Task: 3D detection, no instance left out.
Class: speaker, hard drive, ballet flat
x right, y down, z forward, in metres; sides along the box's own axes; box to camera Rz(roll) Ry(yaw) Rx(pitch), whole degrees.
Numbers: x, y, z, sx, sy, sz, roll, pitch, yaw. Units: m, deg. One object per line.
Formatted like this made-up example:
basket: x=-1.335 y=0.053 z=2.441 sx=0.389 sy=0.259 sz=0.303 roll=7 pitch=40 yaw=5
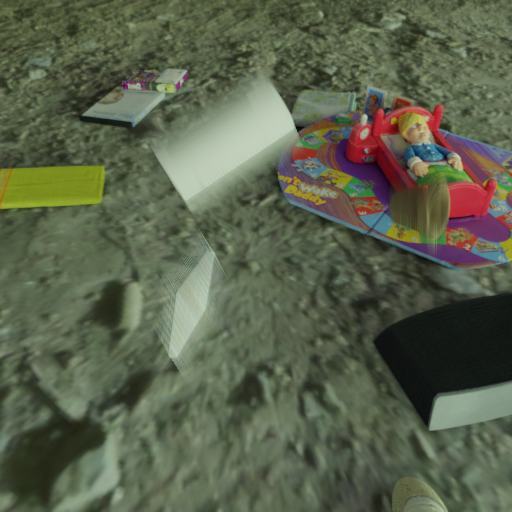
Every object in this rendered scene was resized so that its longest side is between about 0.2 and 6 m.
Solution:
speaker: x=-0.439 y=-1.643 z=8.084 sx=1.950 sy=0.792 sz=0.792 roll=-33 pitch=44 yaw=-2
hard drive: x=3.127 y=1.300 z=7.644 sx=2.587 sy=0.548 sz=1.745 roll=-11 pitch=40 yaw=-13
ballet flat: x=1.783 y=2.960 z=5.551 sx=0.624 sy=0.577 sz=1.850 roll=-1 pitch=38 yaw=0

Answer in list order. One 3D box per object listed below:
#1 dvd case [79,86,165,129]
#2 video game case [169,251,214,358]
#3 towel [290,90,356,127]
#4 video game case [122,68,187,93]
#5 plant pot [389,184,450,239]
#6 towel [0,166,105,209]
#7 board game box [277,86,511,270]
dvd case: x=-3.413 y=-3.857 z=14.405 sx=1.448 sy=0.178 sz=2.030 roll=10 pitch=40 yaw=12
video game case: x=-0.774 y=0.560 z=6.839 sx=0.110 sy=0.876 sz=1.224 roll=13 pitch=25 yaw=6
towel: x=1.693 y=-3.617 z=13.942 sx=1.482 sy=0.417 sz=1.731 roll=6 pitch=39 yaw=12
video game case: x=-2.741 y=-4.818 z=15.342 sx=1.444 sy=0.285 sz=1.593 roll=4 pitch=31 yaw=2
plant pot: x=2.499 y=-0.724 z=8.686 sx=0.731 sy=0.838 sz=0.838 roll=14 pitch=38 yaw=40
towel: x=-4.568 y=-1.324 z=11.222 sx=2.958 sy=0.267 sz=1.273 roll=-4 pitch=44 yaw=-6
board game box: x=3.154 y=-1.959 z=11.007 sx=5.500 sy=1.071 sz=4.345 roll=25 pitch=47 yaw=24
